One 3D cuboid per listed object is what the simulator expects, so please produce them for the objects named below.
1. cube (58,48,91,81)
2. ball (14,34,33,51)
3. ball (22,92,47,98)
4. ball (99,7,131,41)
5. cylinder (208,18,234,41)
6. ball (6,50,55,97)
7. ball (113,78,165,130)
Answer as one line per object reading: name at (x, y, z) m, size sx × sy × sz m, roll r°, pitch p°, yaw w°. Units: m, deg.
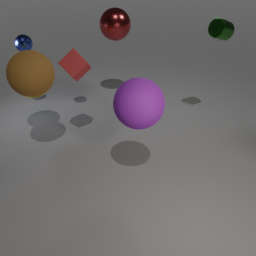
cube at (-1.756, -2.090, 9.335) m, size 0.700 × 0.700 × 0.700 m, roll 46°, pitch 2°, yaw 2°
ball at (-4.225, -3.426, 11.342) m, size 0.700 × 0.700 × 0.700 m, roll 0°, pitch 30°, yaw 0°
ball at (-3.465, -1.773, 10.074) m, size 1.400 × 1.400 × 1.400 m, roll 0°, pitch 30°, yaw 0°
ball at (-0.572, -4.622, 12.501) m, size 1.400 × 1.400 × 1.400 m, roll 0°, pitch 30°, yaw 0°
cylinder at (3.421, -3.615, 10.283) m, size 0.700 × 0.700 × 0.700 m, roll -5°, pitch 26°, yaw -42°
ball at (-2.947, -1.641, 8.496) m, size 1.400 × 1.400 × 1.400 m, roll 0°, pitch 30°, yaw 0°
ball at (0.295, -0.657, 7.585) m, size 1.400 × 1.400 × 1.400 m, roll 0°, pitch 30°, yaw 0°
